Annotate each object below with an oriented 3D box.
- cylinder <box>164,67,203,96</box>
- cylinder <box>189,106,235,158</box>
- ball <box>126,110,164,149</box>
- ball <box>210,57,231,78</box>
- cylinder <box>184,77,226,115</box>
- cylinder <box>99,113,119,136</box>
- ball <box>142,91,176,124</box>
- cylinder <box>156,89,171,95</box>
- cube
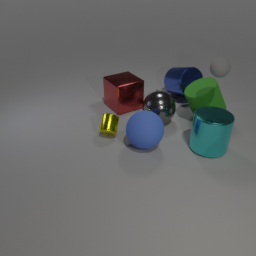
[{"bbox_3d":[2.705,-2.269,13.688,1.400,1.400,1.400,-15,17,-22],"label":"cylinder"},{"bbox_3d":[3.017,0.123,10.179,1.400,1.400,1.400,1,31,-1],"label":"cylinder"},{"bbox_3d":[0.619,0.060,10.211,1.400,1.400,1.400,0,32,0],"label":"ball"},{"bbox_3d":[3.230,-2.120,9.825,0.700,0.700,0.700,0,32,0],"label":"ball"},{"bbox_3d":[3.275,-1.188,11.863,1.400,1.400,1.400,-23,31,15],"label":"cylinder"},{"bbox_3d":[-0.738,-0.127,11.029,0.700,0.700,0.700,7,72,10],"label":"cylinder"},{"bbox_3d":[1.301,-0.854,11.744,1.400,1.400,1.400,0,32,0],"label":"ball"},{"bbox_3d":[1.526,-1.357,12.907,0.700,0.700,0.700,19,10,-4],"label":"cylinder"},{"bbox_3d":[-0.208,-1.654,13.030,1.400,1.400,1.400,-18,37,-26],"label":"cube"}]
